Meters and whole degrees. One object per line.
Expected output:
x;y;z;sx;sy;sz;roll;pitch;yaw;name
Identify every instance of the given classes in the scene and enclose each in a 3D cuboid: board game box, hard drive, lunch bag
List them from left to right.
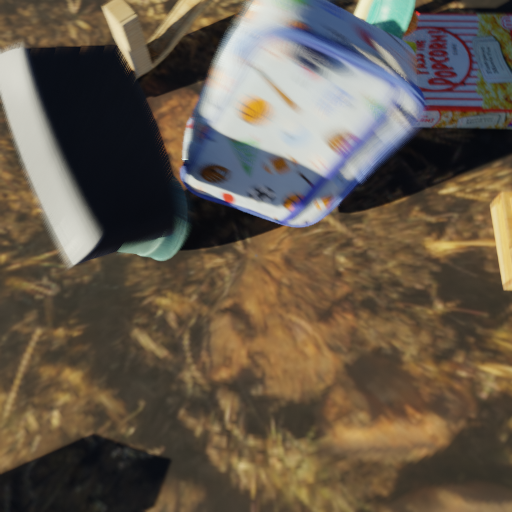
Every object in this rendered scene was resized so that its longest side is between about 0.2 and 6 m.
-1.855;-1.300;6.613;1.675;0.526;2.483;-21;91;-41;hard drive
0.567;-1.722;7.313;2.518;3.142;1.187;19;52;-20;lunch bag
3.227;-3.127;9.458;2.584;0.598;1.957;0;69;0;board game box

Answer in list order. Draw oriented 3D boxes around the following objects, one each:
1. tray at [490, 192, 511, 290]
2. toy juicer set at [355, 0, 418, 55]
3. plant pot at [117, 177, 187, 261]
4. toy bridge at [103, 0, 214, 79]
5.161;-0.230;8.427;2.896;0.536;1.428;0;70;-1;tray
2.071;-3.589;9.011;0.751;1.756;2.761;13;67;-9;toy juicer set
-1.859;-0.592;7.848;1.281;1.307;1.307;2;63;-42;plant pot
-2.076;-3.562;9.215;4.048;1.361;0.551;-37;73;-11;toy bridge
